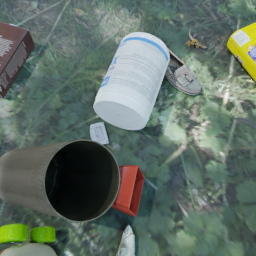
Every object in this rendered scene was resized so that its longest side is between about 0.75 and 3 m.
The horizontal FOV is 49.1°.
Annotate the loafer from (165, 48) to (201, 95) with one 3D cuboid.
[{"bbox_3d":[1.689,-2.065,9.837,0.802,0.702,2.232,-38,71,-16],"label":"loafer"}]

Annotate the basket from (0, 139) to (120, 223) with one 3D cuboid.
[{"bbox_3d":[-2.007,1.274,7.181,2.736,2.467,1.861,-4,78,36],"label":"basket"}]

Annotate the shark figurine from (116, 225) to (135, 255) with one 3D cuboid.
[{"bbox_3d":[-0.409,3.521,7.177,0.811,1.944,1.162,-16,95,33],"label":"shark figurine"}]

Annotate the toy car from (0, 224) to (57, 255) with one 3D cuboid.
[{"bbox_3d":[-3.143,3.665,7.013,2.371,1.871,1.948,-21,60,22],"label":"toy car"}]

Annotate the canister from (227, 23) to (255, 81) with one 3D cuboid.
[{"bbox_3d":[4.871,-2.552,9.902,1.755,1.023,2.363,-23,66,-10],"label":"canister"}]

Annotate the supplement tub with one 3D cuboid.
[{"bbox_3d":[0.173,-1.505,8.992,1.787,1.787,2.709,18,66,8],"label":"supplement tub"}]

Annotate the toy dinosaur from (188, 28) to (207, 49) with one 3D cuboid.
[{"bbox_3d":[2.519,-3.302,10.686,0.578,0.329,1.088,-26,70,-39],"label":"toy dinosaur"}]

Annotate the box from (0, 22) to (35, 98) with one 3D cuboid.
[{"bbox_3d":[-4.519,-2.435,9.897,1.275,0.954,2.546,18,68,8],"label":"box"}]

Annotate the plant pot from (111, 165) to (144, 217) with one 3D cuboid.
[{"bbox_3d":[-0.239,1.721,7.909,1.052,1.194,1.193,6,65,15],"label":"plant pot"}]

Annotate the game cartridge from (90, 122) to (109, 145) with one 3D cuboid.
[{"bbox_3d":[-0.955,0.215,9.106,0.522,0.158,0.782,-12,66,-9],"label":"game cartridge"}]
